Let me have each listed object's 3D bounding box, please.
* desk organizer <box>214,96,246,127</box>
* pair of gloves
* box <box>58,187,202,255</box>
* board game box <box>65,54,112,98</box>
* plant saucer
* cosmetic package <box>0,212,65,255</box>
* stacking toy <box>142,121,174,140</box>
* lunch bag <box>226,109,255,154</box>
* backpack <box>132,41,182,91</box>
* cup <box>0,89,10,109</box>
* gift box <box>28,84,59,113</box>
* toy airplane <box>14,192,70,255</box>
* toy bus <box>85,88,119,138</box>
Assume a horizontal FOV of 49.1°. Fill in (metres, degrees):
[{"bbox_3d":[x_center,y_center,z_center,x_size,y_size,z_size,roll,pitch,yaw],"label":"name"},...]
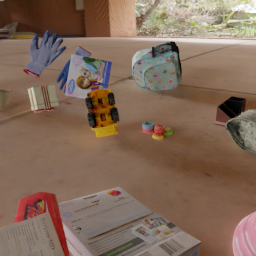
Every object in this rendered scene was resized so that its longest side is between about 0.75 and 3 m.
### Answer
[{"bbox_3d":[3.382,-0.555,9.174,0.560,0.601,1.561,15,26,32],"label":"desk organizer"},{"bbox_3d":[-2.404,-2.309,9.978,2.369,1.904,0.270,27,-15,-15],"label":"pair of gloves"},{"bbox_3d":[-0.113,1.511,4.026,1.411,0.373,1.810,-6,21,-42],"label":"box"},{"bbox_3d":[-1.301,-1.637,9.282,1.352,1.356,0.279,9,-1,-5],"label":"board game box"},{"bbox_3d":[2.486,1.666,3.800,1.968,0.499,1.968,0,21,0],"label":"plant saucer"},{"bbox_3d":[-0.724,1.891,2.158,0.963,0.591,2.333,-13,46,-26],"label":"cosmetic package"},{"bbox_3d":[0.891,-0.040,8.205,0.801,0.374,0.885,-15,27,-33],"label":"stacking toy"},{"bbox_3d":[3.475,0.069,7.172,1.622,0.953,1.330,25,32,37],"label":"lunch bag"},{"bbox_3d":[1.247,-2.640,12.626,2.183,1.919,1.674,-4,50,16],"label":"backpack"},{"bbox_3d":[-4.794,-1.063,10.284,0.920,0.658,0.920,1,12,0],"label":"cup"},{"bbox_3d":[-3.006,-1.030,10.018,0.896,0.907,0.971,-13,7,-27],"label":"gift box"},{"bbox_3d":[-1.370,1.888,2.735,2.877,0.529,2.877,18,32,-12],"label":"toy airplane"},{"bbox_3d":[-0.659,-0.322,7.743,0.806,1.141,1.188,-12,63,-1],"label":"toy bus"}]
